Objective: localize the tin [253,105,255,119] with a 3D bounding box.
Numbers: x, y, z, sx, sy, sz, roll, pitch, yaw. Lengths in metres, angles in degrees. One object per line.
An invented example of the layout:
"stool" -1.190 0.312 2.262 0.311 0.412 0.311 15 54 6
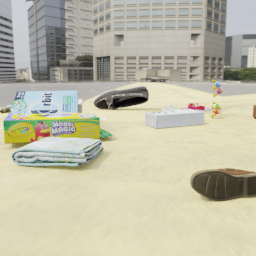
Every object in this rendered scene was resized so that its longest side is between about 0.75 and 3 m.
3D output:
"tin" 5.998 -0.495 10.386 1.558 0.583 2.783 -2 11 -30

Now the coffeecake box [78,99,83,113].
"coffeecake box" -2.509 -0.713 11.050 1.394 0.663 1.816 -2 11 -8

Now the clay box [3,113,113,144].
"clay box" -1.888 -0.060 7.704 2.699 0.642 1.551 -3 9 -19

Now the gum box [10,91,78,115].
"gum box" -2.736 -0.615 9.369 2.116 0.471 1.798 -2 37 -10

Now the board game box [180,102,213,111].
"board game box" 3.361 -1.080 13.813 1.568 0.305 1.239 6 13 30

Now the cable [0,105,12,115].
"cable" -4.448 -0.767 11.604 1.063 0.551 2.188 0 12 0

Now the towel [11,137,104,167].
"towel" -1.403 0.491 5.917 1.548 0.373 1.325 3 9 13

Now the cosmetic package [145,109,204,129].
"cosmetic package" 1.618 -0.339 9.672 1.922 0.487 0.793 -5 13 -24

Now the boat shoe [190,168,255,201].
"boat shoe" 1.457 0.823 4.203 1.226 0.441 0.417 7 5 -13

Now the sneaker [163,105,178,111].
"sneaker" 1.903 -0.765 11.851 0.917 0.456 0.357 3 12 14

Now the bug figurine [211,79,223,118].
"bug figurine" 3.607 -1.183 11.282 0.399 1.551 1.203 2 4 20

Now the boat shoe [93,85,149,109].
"boat shoe" -0.334 -1.346 13.387 2.739 0.916 0.780 -14 51 6
